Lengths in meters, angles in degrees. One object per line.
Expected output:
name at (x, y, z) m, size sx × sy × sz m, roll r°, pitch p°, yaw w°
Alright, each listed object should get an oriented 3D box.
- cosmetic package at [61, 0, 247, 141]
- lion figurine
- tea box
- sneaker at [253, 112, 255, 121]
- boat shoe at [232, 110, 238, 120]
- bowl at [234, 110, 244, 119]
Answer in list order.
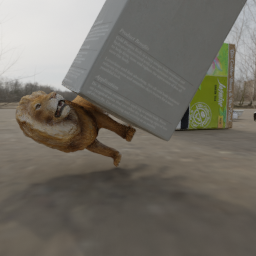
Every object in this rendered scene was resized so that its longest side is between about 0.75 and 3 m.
cosmetic package at (0.272, -0.868, 2.345) m, size 0.917 × 1.717 × 0.774 m, roll 30°, pitch -1°, yaw -27°
lion figurine at (-0.358, -0.207, 2.840) m, size 0.967 × 0.572 × 1.580 m, roll 26°, pitch 26°, yaw -1°
tea box at (1.413, -1.035, 7.004) m, size 2.036 × 2.070 × 1.383 m, roll -2°, pitch 5°, yaw -21°
sneaker at (4.748, -0.440, 9.687) m, size 0.532 × 0.458 × 1.257 m, roll -1°, pitch 3°, yaw 13°
boat shoe at (3.439, -0.736, 11.195) m, size 0.848 × 0.803 × 2.425 m, roll -1°, pitch 5°, yaw -14°
bowl at (4.460, -0.566, 11.837) m, size 0.816 × 0.367 × 0.816 m, roll 0°, pitch 4°, yaw 0°
